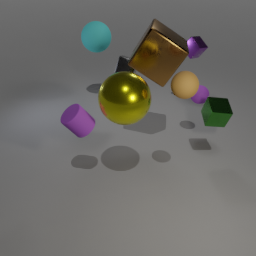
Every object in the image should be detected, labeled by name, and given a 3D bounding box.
[{"bbox_3d":[-1.479,-4.246,13.074,1.400,1.400,1.400,0,29,0],"label":"ball"},{"bbox_3d":[-1.389,-0.200,7.798,0.700,0.700,0.700,-23,43,24],"label":"cylinder"},{"bbox_3d":[1.424,-1.079,7.032,0.700,0.700,0.700,0,29,0],"label":"ball"},{"bbox_3d":[-0.037,-2.336,10.742,0.700,0.700,0.700,20,18,4],"label":"cube"},{"bbox_3d":[1.010,-2.488,9.228,1.400,1.400,1.400,31,32,-10],"label":"cube"},{"bbox_3d":[2.705,-1.260,10.566,0.700,0.700,0.700,0,29,0],"label":"ball"},{"bbox_3d":[2.892,-0.517,9.172,0.700,0.700,0.700,4,51,-7],"label":"cube"},{"bbox_3d":[-0.085,-0.773,7.354,1.400,1.400,1.400,0,29,0],"label":"ball"},{"bbox_3d":[3.039,-3.662,12.726,0.700,0.700,0.700,-20,72,-41],"label":"cube"}]
